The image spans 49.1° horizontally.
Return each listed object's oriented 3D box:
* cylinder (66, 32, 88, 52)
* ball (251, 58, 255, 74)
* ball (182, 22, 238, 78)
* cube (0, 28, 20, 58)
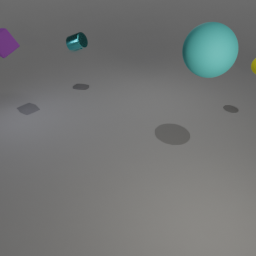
[{"bbox_3d":[-2.261,-3.804,12.408,0.700,0.700,0.700,-7,25,30],"label":"cylinder"},{"bbox_3d":[4.978,-2.323,10.458,0.700,0.700,0.700,0,32,0],"label":"ball"},{"bbox_3d":[2.128,-2.022,7.311,1.400,1.400,1.400,0,32,0],"label":"ball"},{"bbox_3d":[-4.258,-2.890,9.517,0.700,0.700,0.700,-45,37,-14],"label":"cube"}]
